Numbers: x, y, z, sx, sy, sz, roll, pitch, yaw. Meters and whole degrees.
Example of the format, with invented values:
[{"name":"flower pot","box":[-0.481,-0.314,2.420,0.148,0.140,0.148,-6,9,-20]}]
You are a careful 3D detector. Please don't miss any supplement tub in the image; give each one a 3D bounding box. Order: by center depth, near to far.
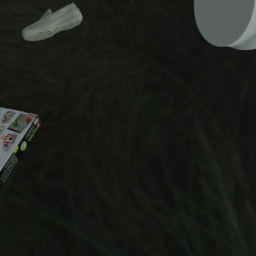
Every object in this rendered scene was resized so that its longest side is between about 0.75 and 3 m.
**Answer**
[{"name":"supplement tub","box":[2.892,-2.654,5.726,2.601,1.891,1.891,-15,72,-22]}]

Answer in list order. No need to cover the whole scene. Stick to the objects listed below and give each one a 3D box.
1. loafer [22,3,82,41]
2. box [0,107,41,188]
[{"name":"loafer","box":[-2.047,-2.820,7.444,1.681,0.588,0.587,-29,93,-20]},{"name":"box","box":[-2.749,0.411,5.785,1.079,0.340,1.960,12,50,10]}]
